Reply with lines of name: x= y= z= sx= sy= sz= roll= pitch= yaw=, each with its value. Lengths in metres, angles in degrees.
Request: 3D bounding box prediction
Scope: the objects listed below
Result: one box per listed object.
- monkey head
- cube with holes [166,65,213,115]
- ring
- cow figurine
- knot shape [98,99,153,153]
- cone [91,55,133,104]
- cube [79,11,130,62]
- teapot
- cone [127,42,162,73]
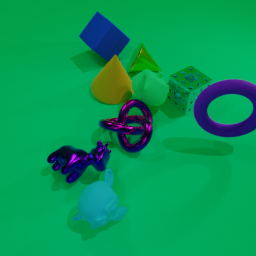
monkey head: x=-0.591 y=1.764 z=6.508 sx=0.923 sy=1.101 sz=1.531 roll=39 pitch=96 yaw=39
cube with holes: x=1.982 y=-1.244 z=9.197 sx=0.990 sy=0.990 sz=0.990 roll=-28 pitch=54 yaw=-23
ring: x=2.706 y=-0.471 z=7.451 sx=1.895 sy=1.895 sz=0.379 roll=8 pitch=45 yaw=8
cow figurine: x=-1.230 y=0.774 z=7.390 sx=1.433 sy=0.787 sz=1.410 roll=29 pitch=60 yaw=36
knot shape: x=0.109 y=-0.012 z=8.210 sx=1.725 sy=0.797 sz=1.614 roll=-20 pitch=51 yaw=-16
cone: x=-0.462 y=-1.832 z=9.229 sx=1.502 sy=1.507 sz=1.502 roll=3 pitch=56 yaw=-5
cube: x=-0.891 y=-3.440 z=10.708 sx=1.187 sy=1.187 sz=1.187 roll=-50 pitch=54 yaw=12
teapot: x=0.744 y=-1.353 z=8.838 sx=1.266 sy=0.997 sz=2.036 roll=45 pitch=21 yaw=18
cone: x=0.765 y=-2.389 z=10.512 sx=1.197 sy=1.192 sz=1.192 roll=23 pitch=46 yaw=-16
